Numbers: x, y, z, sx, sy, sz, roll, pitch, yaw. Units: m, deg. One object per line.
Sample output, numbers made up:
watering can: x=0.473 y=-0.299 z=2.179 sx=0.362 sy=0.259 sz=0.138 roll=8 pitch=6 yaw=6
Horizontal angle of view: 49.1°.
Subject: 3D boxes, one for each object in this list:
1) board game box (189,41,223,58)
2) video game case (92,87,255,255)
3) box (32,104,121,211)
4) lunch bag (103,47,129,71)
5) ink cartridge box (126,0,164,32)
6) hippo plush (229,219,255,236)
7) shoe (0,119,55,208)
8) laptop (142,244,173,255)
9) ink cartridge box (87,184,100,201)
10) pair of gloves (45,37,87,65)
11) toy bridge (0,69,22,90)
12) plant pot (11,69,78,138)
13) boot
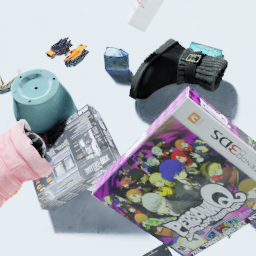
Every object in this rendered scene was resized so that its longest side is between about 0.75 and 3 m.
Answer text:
board game box: x=2.867 y=-2.791 z=10.569 sx=1.251 sy=0.176 sz=0.846 roll=19 pitch=60 yaw=12
video game case: x=1.027 y=0.978 z=4.800 sx=2.360 sy=2.603 sz=0.466 roll=37 pitch=30 yaw=-9
box: x=-1.523 y=0.773 z=7.508 sx=2.399 sy=0.597 sz=1.892 roll=-35 pitch=61 yaw=10
lunch bag: x=-0.390 y=-2.437 z=10.007 sx=0.888 sy=0.755 sz=0.566 roll=11 pitch=59 yaw=8
ink cartridge box: x=0.538 y=-3.631 z=8.517 sx=0.676 sy=1.241 sz=0.312 roll=14 pitch=37 yaw=-34
hippo plush: x=3.378 y=1.102 z=6.825 sx=2.347 sy=2.369 sz=2.946 roll=32 pitch=63 yaw=18
shoe: x=-1.983 y=0.582 z=4.674 sx=1.317 sy=2.896 sz=1.034 roll=-35 pitch=104 yaw=-13
laptop: x=0.756 y=3.372 z=6.459 sx=1.021 sy=0.595 sz=1.152 roll=-23 pitch=61 yaw=-14
ink cartridge box: x=-0.839 y=1.127 z=7.747 sx=0.895 sy=0.524 sz=1.544 roll=-35 pitch=62 yaw=6
pair of gloves: x=-2.340 y=-2.948 z=10.683 sx=1.326 sy=0.164 sz=1.181 roll=29 pitch=63 yaw=20
toy bridge: x=-4.470 y=-1.603 z=9.795 sx=1.674 sy=0.228 sz=0.563 roll=-19 pitch=63 yaw=-11
plant pot: x=-2.520 y=-0.675 z=8.274 sx=1.938 sy=1.821 sz=1.938 roll=0 pitch=58 yaw=1
boot: x=1.726 y=-1.672 z=9.264 sx=2.348 sy=1.182 sz=3.140 roll=32 pitch=63 yaw=18
